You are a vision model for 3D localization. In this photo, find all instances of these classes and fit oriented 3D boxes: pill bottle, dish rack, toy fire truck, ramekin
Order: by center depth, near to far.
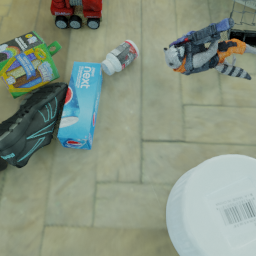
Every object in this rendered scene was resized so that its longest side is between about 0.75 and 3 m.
[{"bbox_3d":[2.339,1.955,6.323,2.814,1.372,2.814,0,65,0],"label":"ramekin"},{"bbox_3d":[4.277,-3.965,8.423,2.203,2.872,0.783,4,28,1],"label":"dish rack"},{"bbox_3d":[-0.261,-2.130,8.572,1.139,0.631,0.631,-41,72,-16],"label":"pill bottle"},{"bbox_3d":[-1.669,-4.245,8.835,1.652,1.877,1.207,2,66,1],"label":"toy fire truck"}]

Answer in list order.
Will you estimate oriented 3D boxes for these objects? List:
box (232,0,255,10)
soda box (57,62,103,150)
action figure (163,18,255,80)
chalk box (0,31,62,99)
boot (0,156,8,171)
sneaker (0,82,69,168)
[{"bbox_3d":[3.909,-5.650,9.611,2.865,1.561,1.831,28,72,11],"label":"box"},{"bbox_3d":[-1.278,-0.654,7.830,0.811,0.767,2.390,5,65,2],"label":"soda box"},{"bbox_3d":[2.212,-1.904,7.298,2.573,2.660,1.391,-5,97,-10],"label":"action figure"},{"bbox_3d":[-2.772,-1.914,8.006,1.874,1.161,1.169,-28,45,-14],"label":"chalk box"},{"bbox_3d":[-4.232,0.800,7.301,2.196,0.808,0.828,-7,47,-7],"label":"boot"},{"bbox_3d":[-2.456,-0.197,7.563,1.081,1.136,2.866,0,41,34],"label":"sneaker"}]
